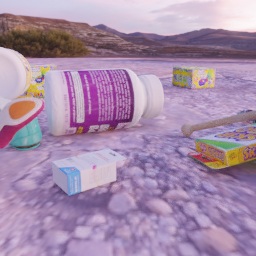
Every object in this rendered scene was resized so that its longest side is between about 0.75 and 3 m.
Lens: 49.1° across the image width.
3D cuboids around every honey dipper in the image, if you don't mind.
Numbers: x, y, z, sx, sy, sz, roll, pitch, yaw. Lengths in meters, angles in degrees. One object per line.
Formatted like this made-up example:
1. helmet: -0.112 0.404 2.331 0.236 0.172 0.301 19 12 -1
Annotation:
1. honey dipper: 2.160 -0.177 5.784 0.514 0.514 2.706 -15 1 -41

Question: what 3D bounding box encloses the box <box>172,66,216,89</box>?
1. box: 3.403 -2.657 14.550 1.598 0.975 1.539 -8 19 -28

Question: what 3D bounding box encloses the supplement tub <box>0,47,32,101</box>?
1. supplement tub: -4.309 -1.837 9.629 1.788 1.788 2.471 -4 14 -12

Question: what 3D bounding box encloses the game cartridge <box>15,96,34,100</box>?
1. game cartridge: -4.090 -1.016 10.445 1.142 0.210 1.295 -8 19 -24

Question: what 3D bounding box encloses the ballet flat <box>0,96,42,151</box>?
1. ballet flat: -2.961 -0.271 6.594 2.792 0.983 0.940 14 23 39

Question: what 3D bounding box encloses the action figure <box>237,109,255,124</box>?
1. action figure: 3.663 -0.312 7.727 1.355 0.470 0.881 2 23 19

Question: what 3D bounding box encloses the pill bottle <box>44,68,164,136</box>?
1. pill bottle: -0.591 -0.702 7.063 2.800 1.572 1.572 -6 18 -20

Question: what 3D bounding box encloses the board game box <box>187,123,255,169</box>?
1. board game box: 2.487 0.182 5.220 2.599 0.390 1.242 -17 9 -8

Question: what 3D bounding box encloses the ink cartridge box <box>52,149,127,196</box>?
1. ink cartridge box: -0.606 0.673 4.530 1.059 0.359 0.610 -12 20 -34

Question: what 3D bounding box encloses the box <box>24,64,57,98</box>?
1. box: -3.642 -1.951 11.637 1.349 1.299 0.823 -6 18 -21

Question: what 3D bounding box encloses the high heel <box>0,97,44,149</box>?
1. high heel: -1.810 -0.028 4.540 1.377 0.464 0.661 -30 -27 10
